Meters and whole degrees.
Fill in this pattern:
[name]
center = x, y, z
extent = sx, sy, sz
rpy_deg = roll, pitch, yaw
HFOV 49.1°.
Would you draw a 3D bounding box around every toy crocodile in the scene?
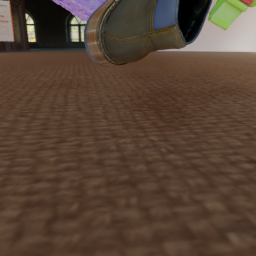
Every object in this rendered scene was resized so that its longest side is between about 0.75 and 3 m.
[toy crocodile]
center = 2.475, -2.997, 5.096
extent = 0.887, 2.628, 0.811
rpy_deg = 25, 35, -21

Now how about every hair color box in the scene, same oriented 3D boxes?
[hair color box]
center = -3.877, -3.238, 7.935
extent = 1.094, 0.631, 1.973
rpy_deg = -5, -11, -20

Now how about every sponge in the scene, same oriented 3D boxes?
[sponge]
center = 0.038, -2.794, 4.518
extent = 1.509, 2.706, 0.403
rpy_deg = 36, -13, 8

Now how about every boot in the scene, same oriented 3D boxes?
[boot]
center = 0.660, -1.817, 3.457
extent = 1.295, 0.999, 2.673
rpy_deg = 12, 66, 46
